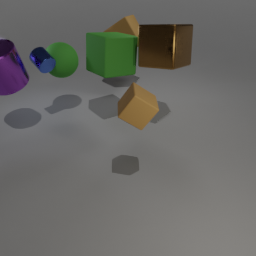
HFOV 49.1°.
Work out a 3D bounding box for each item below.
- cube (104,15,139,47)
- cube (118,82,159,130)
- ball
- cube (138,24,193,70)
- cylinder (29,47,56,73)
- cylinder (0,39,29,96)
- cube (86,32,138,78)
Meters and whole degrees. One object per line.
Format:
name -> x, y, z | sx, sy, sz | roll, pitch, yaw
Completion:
cube -> -0.129, -4.352, 13.353 | 1.400, 1.400, 1.400 | -25, 15, 27
cube -> 0.226, -0.518, 6.692 | 0.700, 0.700, 0.700 | 29, 29, -21
ball -> -2.697, -2.725, 11.266 | 1.400, 1.400, 1.400 | 0, 32, 0
cube -> 1.299, -2.848, 9.704 | 1.400, 1.400, 1.400 | 13, 24, 33
cylinder -> -3.144, -2.500, 10.323 | 0.700, 0.700, 0.700 | -29, 66, -37
cylinder -> -4.318, -2.075, 9.605 | 1.400, 1.400, 1.400 | -5, 47, 5
cube -> -0.626, -2.757, 10.425 | 1.400, 1.400, 1.400 | -14, 30, -34
